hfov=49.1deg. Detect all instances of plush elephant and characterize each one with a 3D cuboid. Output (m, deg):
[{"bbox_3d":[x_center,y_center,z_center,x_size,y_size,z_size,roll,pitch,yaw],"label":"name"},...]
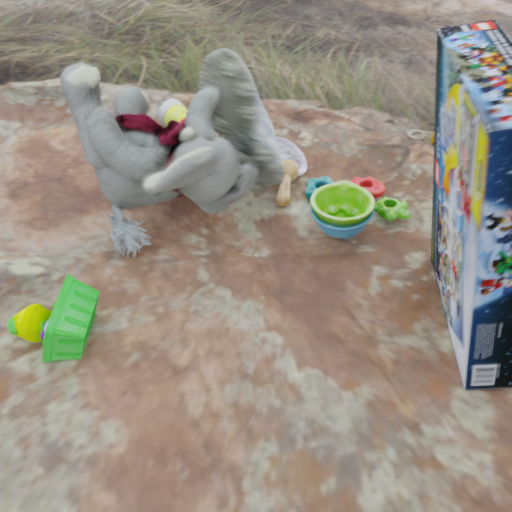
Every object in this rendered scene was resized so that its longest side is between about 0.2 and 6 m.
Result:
[{"bbox_3d":[-1.366,-1.686,9.123,2.421,3.127,2.576,-10,-3,12],"label":"plush elephant"}]

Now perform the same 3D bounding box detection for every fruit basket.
[{"bbox_3d":[-2.915,0.889,7.925,1.222,0.881,1.222,13,40,-12],"label":"fruit basket"}]

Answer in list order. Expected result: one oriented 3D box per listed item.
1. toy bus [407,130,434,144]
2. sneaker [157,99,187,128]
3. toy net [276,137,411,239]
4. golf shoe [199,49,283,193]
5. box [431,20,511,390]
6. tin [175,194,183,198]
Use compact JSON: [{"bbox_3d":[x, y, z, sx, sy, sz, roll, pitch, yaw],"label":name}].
[{"bbox_3d":[4.574,-2.810,11.947,1.957,1.011,1.847,-14,43,-16],"label":"toy bus"},{"bbox_3d":[-1.137,-2.135,10.712,0.722,1.848,0.834,-48,48,0],"label":"sneaker"},{"bbox_3d":[1.121,-1.570,10.678,1.948,0.717,3.713,-26,46,-22],"label":"toy net"},{"bbox_3d":[-0.232,-2.448,9.998,1.006,2.571,1.250,-12,29,17],"label":"golf shoe"},{"bbox_3d":[2.845,-0.555,7.129,0.735,3.902,2.665,-5,40,10],"label":"box"},{"bbox_3d":[-1.445,-1.422,10.524,0.511,0.191,0.913,-23,38,10],"label":"tin"}]
